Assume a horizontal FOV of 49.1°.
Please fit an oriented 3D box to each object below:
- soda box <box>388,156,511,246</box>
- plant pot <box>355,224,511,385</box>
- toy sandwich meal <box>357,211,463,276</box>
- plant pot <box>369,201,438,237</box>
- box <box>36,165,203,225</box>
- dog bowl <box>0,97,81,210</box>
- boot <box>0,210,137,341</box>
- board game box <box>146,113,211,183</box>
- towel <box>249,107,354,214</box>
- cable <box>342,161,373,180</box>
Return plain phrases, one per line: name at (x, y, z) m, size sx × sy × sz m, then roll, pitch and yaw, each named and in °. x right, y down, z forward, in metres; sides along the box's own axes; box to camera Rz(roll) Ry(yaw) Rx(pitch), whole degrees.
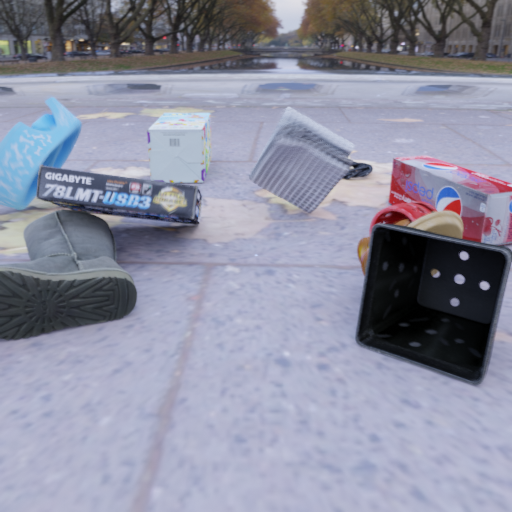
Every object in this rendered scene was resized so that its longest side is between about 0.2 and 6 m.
soda box at (3.730, -1.121, 10.704) m, size 0.929 × 1.026 × 2.930 m, roll -8°, pitch 24°, yaw -18°
plant pot at (2.224, 0.409, 6.677) m, size 1.510 × 1.506 × 1.339 m, roll 15°, pitch 17°, yaw 32°
toy sandwich meal at (2.164, -0.122, 7.879) m, size 1.572 × 1.572 × 0.538 m, roll -11°, pitch 47°, yaw -25°
plant pot at (2.481, -0.404, 9.049) m, size 0.892 × 0.980 × 0.980 m, roll -20°, pitch 30°, yaw -38°
box at (-2.150, -0.960, 9.519) m, size 2.419 × 0.601 × 2.401 m, roll 6°, pitch -1°, yaw -3°
dog bowl at (-4.483, -2.047, 11.422) m, size 0.772 × 1.735 × 3.113 m, roll 30°, pitch 31°, yaw -13°
boot at (-3.088, 0.042, 7.956) m, size 2.570 × 1.026 × 2.827 m, roll 3°, pitch 25°, yaw -29°
board game box at (-1.892, -2.827, 14.411) m, size 1.337 × 1.314 × 2.550 m, roll 0°, pitch 23°, yaw 0°
towel at (0.824, -1.700, 10.643) m, size 1.533 × 1.852 × 0.792 m, roll 29°, pitch 60°, yaw -6°
cable at (2.393, -2.206, 14.309) m, size 1.142 × 0.356 × 1.400 m, roll -13°, pitch 23°, yaw -39°
